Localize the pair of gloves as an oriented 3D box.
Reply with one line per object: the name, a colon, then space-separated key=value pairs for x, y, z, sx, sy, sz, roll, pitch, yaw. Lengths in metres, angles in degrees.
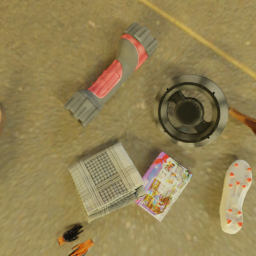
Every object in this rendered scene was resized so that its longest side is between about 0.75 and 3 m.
pair of gloves: x=-1.272 y=2.780 z=6.791 sx=0.706 sy=0.098 sz=0.792 roll=-32 pitch=50 yaw=-20

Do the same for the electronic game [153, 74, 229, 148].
electronic game: x=1.539 y=-0.403 z=7.033 sx=1.875 sy=0.390 sz=1.875 roll=6 pitch=106 yaw=22

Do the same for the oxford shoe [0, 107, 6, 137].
oxford shoe: x=-3.739 y=0.625 z=6.780 sx=0.936 sy=0.935 sz=2.624 roll=-2 pitch=78 yaw=18

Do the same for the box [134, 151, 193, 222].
box: x=0.836 y=1.467 z=7.132 sx=0.996 sy=0.285 sz=1.455 roll=37 pitch=82 yaw=4

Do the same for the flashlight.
flashlight: x=-0.473 y=-1.398 z=7.270 sx=0.985 sy=0.989 sz=2.911 roll=42 pitch=81 yaw=-1

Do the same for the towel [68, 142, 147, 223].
towel: x=-0.532 y=1.265 z=6.805 sx=1.562 sy=0.280 sz=1.622 roll=-25 pitch=58 yaw=-8

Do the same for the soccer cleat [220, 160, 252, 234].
soccer cleat: x=2.604 y=1.671 z=6.948 sx=0.642 sy=0.719 sz=1.853 roll=18 pitch=64 yaw=6

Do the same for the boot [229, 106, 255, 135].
boot: x=2.994 y=-0.205 z=7.118 sx=0.970 sy=0.913 sz=0.332 roll=34 pitch=119 yaw=5
